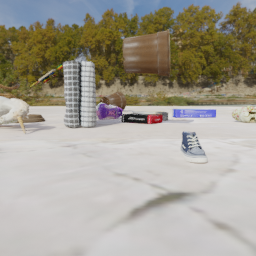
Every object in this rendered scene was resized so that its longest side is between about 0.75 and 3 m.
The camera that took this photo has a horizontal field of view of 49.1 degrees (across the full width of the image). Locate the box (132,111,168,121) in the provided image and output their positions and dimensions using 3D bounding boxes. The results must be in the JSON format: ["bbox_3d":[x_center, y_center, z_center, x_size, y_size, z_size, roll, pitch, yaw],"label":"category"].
[{"bbox_3d":[0.964,-0.550,12.657,1.544,0.373,1.223,0,5,0],"label":"box"}]

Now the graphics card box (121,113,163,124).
[{"bbox_3d":[0.544,-0.380,10.984,1.409,0.358,0.884,5,8,34],"label":"graphics card box"}]

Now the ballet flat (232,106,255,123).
[{"bbox_3d":[4.874,-0.470,10.767,1.875,0.709,0.599,0,28,40],"label":"ballet flat"}]

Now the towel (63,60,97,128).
[{"bbox_3d":[-1.721,-1.170,9.837,1.123,2.173,2.625,-2,6,-9],"label":"towel"}]

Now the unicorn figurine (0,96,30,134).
[{"bbox_3d":[-3.824,-0.482,8.335,1.969,1.058,2.866,-1,5,-10],"label":"unicorn figurine"}]

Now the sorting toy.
[{"bbox_3d":[-3.125,-1.967,10.902,1.426,0.241,0.687,-35,14,4],"label":"sorting toy"}]

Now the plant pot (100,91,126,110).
[{"bbox_3d":[-1.279,-2.049,22.778,1.667,1.667,1.651,5,16,44],"label":"plant pot"}]

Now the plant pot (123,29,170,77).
[{"bbox_3d":[0.563,-2.200,8.395,1.355,1.369,1.369,-1,5,6],"label":"plant pot"}]

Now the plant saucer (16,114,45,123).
[{"bbox_3d":[-4.516,-0.408,11.716,2.021,0.298,2.021,0,5,0],"label":"plant saucer"}]

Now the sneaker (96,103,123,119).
[{"bbox_3d":[-0.833,-0.767,13.343,0.845,0.769,1.912,11,8,22],"label":"sneaker"}]

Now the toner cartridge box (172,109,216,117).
[{"bbox_3d":[3.457,-0.796,14.794,2.112,0.456,1.003,0,5,-2],"label":"toner cartridge box"}]

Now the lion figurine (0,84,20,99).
[{"bbox_3d":[-4.710,-0.838,8.385,2.630,0.953,1.611,-39,-25,-2],"label":"lion figurine"}]

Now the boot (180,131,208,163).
[{"bbox_3d":[0.951,0.263,4.162,0.304,0.378,0.836,-1,6,-7],"label":"boot"}]
